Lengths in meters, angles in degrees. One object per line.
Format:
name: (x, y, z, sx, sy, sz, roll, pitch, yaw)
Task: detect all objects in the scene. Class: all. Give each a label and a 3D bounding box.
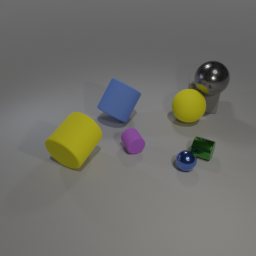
ball: (2.550, -0.930, 11.757, 1.400, 1.400, 1.400, 0, 32, 0)
cylinder: (0.180, 0.471, 10.267, 0.700, 0.700, 0.700, -12, 39, -19)
cylinder: (-0.368, -1.152, 11.745, 1.400, 1.400, 1.400, 28, 4, -2)
cylinder: (-1.818, 0.417, 9.494, 1.400, 1.400, 1.400, 17, 51, 24)
cube: (3.500, -1.665, 13.079, 1.400, 1.400, 1.400, 8, 33, 10)
ball: (3.423, -2.030, 11.447, 1.400, 1.400, 1.400, 0, 32, 0)
cylinder: (2.669, 0.720, 9.964, 0.700, 0.700, 0.700, 17, 36, 25)
ball: (1.950, 1.089, 9.382, 0.700, 0.700, 0.700, 0, 32, 0)
